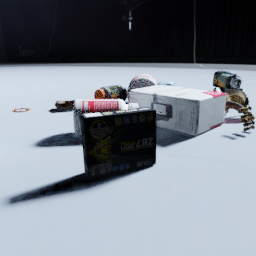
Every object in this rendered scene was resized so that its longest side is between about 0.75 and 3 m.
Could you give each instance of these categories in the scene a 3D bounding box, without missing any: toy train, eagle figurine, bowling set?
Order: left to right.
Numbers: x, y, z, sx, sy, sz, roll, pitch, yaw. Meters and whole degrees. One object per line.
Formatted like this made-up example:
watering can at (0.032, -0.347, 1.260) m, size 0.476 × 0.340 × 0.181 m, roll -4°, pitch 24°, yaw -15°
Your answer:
toy train at (5.135, -2.156, 14.587) m, size 1.139 × 1.523 × 2.672 m, roll -1°, pitch 16°, yaw 0°
eagle figurine at (4.251, -0.986, 11.478) m, size 1.709 × 1.296 × 1.289 m, roll -2°, pitch -5°, yaw 13°
bowling set at (3.994, -0.266, 9.238) m, size 0.468 × 0.871 × 0.606 m, roll -18°, pitch 9°, yaw 14°

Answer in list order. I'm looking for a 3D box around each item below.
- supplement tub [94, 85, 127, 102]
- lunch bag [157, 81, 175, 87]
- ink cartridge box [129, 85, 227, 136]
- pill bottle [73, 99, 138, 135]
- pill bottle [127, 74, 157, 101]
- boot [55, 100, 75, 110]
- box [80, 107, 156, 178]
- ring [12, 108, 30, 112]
supplement tub at (-0.849, -1.611, 13.777) m, size 1.531 × 0.938 × 0.938 m, roll -14°, pitch 22°, yaw -42°
lunch bag at (1.937, -2.201, 16.061) m, size 1.410 × 0.898 × 1.199 m, roll -8°, pitch 14°, yaw 21°
ink cartridge box at (1.778, -0.782, 10.407) m, size 2.928 × 1.221 × 2.127 m, roll 14°, pitch 22°, yaw 40°
pill bottle at (-0.712, -0.368, 9.163) m, size 2.061 × 1.157 × 1.157 m, roll -1°, pitch 16°, yaw -6°
pill bottle at (0.741, -1.836, 13.621) m, size 1.489 × 1.489 × 2.654 m, roll 1°, pitch 16°, yaw 3°
boot at (-2.701, -1.085, 12.943) m, size 1.321 × 0.464 × 0.966 m, roll 1°, pitch 7°, yaw -22°
box at (-0.182, 0.293, 6.454) m, size 1.729 × 1.394 × 0.425 m, roll -7°, pitch 18°, yaw -23°
ring at (-4.814, -0.826, 12.645) m, size 0.772 × 0.074 × 0.772 m, roll 1°, pitch 16°, yaw 0°
